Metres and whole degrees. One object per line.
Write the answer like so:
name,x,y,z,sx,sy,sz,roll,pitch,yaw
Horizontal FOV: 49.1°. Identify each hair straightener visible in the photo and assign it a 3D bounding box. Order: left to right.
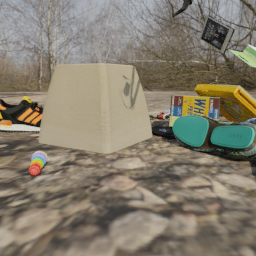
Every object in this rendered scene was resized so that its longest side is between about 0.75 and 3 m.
hair straightener,0.942,-2.736,4.848,0.642,1.668,0.341,18,-2,-10

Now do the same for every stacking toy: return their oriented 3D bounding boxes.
stacking toy,-1.788,0.724,5.498,0.325,0.325,0.761,-1,16,-8

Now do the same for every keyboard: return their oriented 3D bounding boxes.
keyboard,1.274,0.129,9.277,0.924,0.197,1.539,-11,14,-27

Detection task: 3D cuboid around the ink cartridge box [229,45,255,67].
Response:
ink cartridge box,4.887,-2.696,10.669,1.821,0.437,1.325,4,39,-36

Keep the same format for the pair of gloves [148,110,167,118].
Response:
pair of gloves,0.938,-0.635,13.392,1.662,0.343,1.954,1,6,31

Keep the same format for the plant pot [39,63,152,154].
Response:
plant pot,-0.912,-0.732,8.242,2.512,2.224,2.509,5,11,31

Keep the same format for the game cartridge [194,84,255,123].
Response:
game cartridge,3.933,-0.793,10.454,2.343,0.431,2.658,35,-3,-19

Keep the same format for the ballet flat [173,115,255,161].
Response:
ballet flat,2.212,0.263,6.955,0.998,0.998,2.688,-5,13,-28

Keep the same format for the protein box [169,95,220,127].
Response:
protein box,2.298,-0.554,9.975,1.588,1.071,1.576,4,4,8

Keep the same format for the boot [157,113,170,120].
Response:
boot,1.776,-0.585,13.202,0.864,0.313,0.623,-12,14,-39

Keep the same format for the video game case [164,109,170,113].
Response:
video game case,2.766,-0.799,14.442,1.333,0.303,1.208,-7,11,-36

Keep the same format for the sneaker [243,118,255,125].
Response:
sneaker,4.444,-0.037,8.130,2.448,0.943,1.043,1,5,3

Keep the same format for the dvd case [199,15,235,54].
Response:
dvd case,3.379,-3.591,10.727,0.159,0.967,1.287,-23,53,-32

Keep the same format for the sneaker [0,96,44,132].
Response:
sneaker,-3.326,-0.516,9.919,2.716,1.222,0.950,-1,9,-4
